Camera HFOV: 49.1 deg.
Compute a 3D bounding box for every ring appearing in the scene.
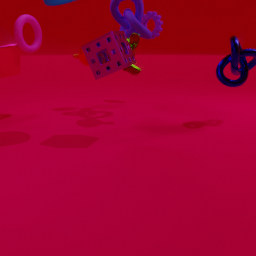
[{"bbox_3d":[-3.192,-3.011,9.004,0.237,1.186,1.186,6,17,20],"label":"ring"}]

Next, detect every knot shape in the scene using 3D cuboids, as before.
[{"bbox_3d":[0.036,-3.653,9.769,0.828,1.792,1.677,-32,1,-23],"label":"knot shape"},{"bbox_3d":[3.293,-2.082,8.425,1.499,1.403,0.693,-34,30,-17],"label":"knot shape"}]

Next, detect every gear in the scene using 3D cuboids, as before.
[{"bbox_3d":[0.966,-4.338,11.849,1.087,1.087,0.201,13,22,38],"label":"gear"}]

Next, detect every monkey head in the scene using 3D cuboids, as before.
[{"bbox_3d":[-0.022,-2.204,8.604,1.136,0.952,1.579,28,-20,-16],"label":"monkey head"}]

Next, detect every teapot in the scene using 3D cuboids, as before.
[{"bbox_3d":[-1.424,-2.800,10.613,1.337,0.831,0.655,-10,36,-4],"label":"teapot"}]

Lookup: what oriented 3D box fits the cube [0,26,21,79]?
[{"bbox_3d":[-4.371,-2.454,9.201,1.201,1.201,1.201,-24,59,-38],"label":"cube"}]

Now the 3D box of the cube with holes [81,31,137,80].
[{"bbox_3d":[-0.435,-1.771,6.796,0.847,0.847,0.847,-18,12,24],"label":"cube with holes"}]

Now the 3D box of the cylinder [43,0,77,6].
[{"bbox_3d":[-1.540,-3.666,6.426,1.282,1.282,1.282,-11,37,8],"label":"cylinder"}]
